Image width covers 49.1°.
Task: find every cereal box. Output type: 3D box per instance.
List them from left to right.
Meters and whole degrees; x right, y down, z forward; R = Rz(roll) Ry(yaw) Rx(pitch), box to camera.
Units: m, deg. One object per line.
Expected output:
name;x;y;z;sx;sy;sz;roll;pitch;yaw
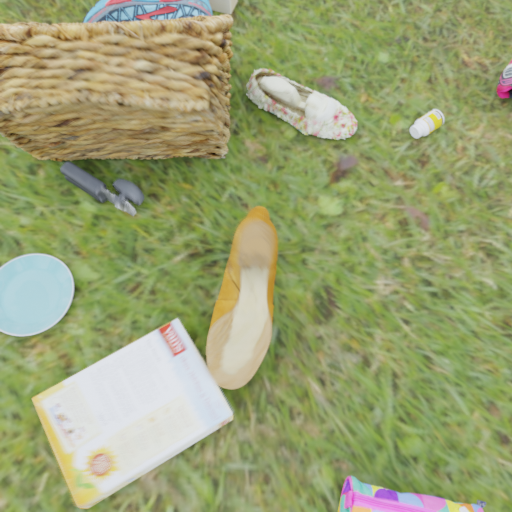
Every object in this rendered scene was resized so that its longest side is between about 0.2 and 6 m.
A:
cereal box;-1.943;2.447;8.956;2.638;0.521;1.898;-27;67;-13

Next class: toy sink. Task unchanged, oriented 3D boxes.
toy sink;-0.975;-6.201;13.141;0.984;0.641;0.551;17;65;9

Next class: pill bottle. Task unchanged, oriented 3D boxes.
pill bottle;3.514;-2.710;11.572;0.680;0.378;0.378;-33;68;-15

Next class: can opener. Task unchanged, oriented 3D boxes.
can opener;-2.946;-1.371;10.856;1.777;0.474;0.594;32;72;16

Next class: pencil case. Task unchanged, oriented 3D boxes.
pencil case;2.268;3.829;8.081;2.147;0.949;0.949;9;64;5

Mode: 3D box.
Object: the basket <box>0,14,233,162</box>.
basket;-2.577;-3.585;10.081;4.138;2.954;3.083;1;81;5

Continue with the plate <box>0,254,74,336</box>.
plate;-4.026;0.704;10.001;1.582;0.202;1.582;0;63;0

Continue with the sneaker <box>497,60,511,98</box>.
sneaker;6.206;-3.233;11.595;2.415;0.973;0.902;33;84;23

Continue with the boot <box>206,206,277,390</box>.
boot;-0.127;0.624;9.365;0.965;1.963;2.743;12;105;0

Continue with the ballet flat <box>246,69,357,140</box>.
ballet flat;0.887;-3.128;11.525;2.519;0.805;0.953;24;79;11

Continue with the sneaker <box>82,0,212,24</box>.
sneaker;-2.324;-4.956;12.240;2.987;1.185;1.427;-17;67;-8
